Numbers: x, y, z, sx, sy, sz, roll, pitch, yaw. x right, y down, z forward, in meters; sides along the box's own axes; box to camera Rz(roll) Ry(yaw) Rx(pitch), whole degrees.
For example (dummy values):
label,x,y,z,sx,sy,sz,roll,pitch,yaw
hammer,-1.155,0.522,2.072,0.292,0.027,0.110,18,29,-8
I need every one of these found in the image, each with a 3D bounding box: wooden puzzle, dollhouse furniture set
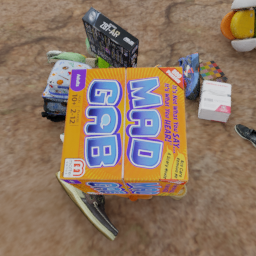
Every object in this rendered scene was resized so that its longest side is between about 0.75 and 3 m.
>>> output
label,x,y,z,sx,sy,sz,roll,pitch,yaw
wooden puzzle,3.734,-2.613,12.881,1.039,0.123,1.752,-17,57,-11
dollhouse furniture set,-1.973,-3.330,11.997,2.489,1.249,1.631,7,17,7

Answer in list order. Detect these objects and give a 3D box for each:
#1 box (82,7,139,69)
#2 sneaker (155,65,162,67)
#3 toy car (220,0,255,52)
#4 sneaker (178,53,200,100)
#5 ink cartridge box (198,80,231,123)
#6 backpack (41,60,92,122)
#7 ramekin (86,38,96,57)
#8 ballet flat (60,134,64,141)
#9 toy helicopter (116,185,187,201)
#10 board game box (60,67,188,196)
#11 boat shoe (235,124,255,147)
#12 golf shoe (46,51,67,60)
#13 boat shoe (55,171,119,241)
label,x,y,z,sx,sy,sz,roll,pitch,yaw
box,-0.502,-2.588,8.854,1.722,2.149,0.468,36,82,6
sneaker,1.222,-2.463,12.652,0.389,0.395,1.008,39,69,14
toy car,5.732,-4.991,13.469,2.769,2.424,2.077,-12,18,-19
sneaker,2.635,-2.201,12.236,1.006,0.966,2.565,-3,50,17
ink cartridge box,3.552,-1.107,11.483,1.146,0.668,1.583,10,56,7
backpack,-2.053,-1.529,11.169,2.331,1.885,2.447,11,52,-5
ramekin,-1.408,-3.854,13.165,1.145,1.145,0.559,-5,62,-4
ballet flat,-1.658,0.809,10.207,2.076,0.721,0.721,19,57,12
toy helicopter,0.637,1.784,9.289,2.647,1.044,1.751,21,56,7
board game box,0.021,0.263,7.383,2.682,2.684,2.681,-1,70,5
boat shoe,4.722,0.259,10.646,0.531,0.471,1.420,-28,60,-18
golf shoe,-3.197,-3.496,13.315,1.262,0.494,0.614,7,39,-3
boat shoe,-1.208,2.222,8.903,0.947,1.070,2.923,-39,63,-18
